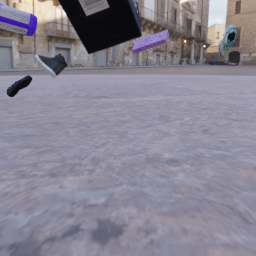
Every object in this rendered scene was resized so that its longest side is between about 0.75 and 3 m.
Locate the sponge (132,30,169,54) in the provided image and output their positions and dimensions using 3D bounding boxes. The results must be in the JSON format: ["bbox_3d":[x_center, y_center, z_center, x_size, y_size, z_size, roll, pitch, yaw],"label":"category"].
[{"bbox_3d":[1.037,-4.011,13.035,1.690,0.252,0.943,-10,40,26],"label":"sponge"}]

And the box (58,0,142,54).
[{"bbox_3d":[-0.439,-1.985,3.477,0.772,1.484,1.351,-15,49,13],"label":"box"}]

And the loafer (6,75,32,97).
[{"bbox_3d":[-2.844,-1.128,7.284,0.797,0.280,0.271,-36,-28,7],"label":"loafer"}]

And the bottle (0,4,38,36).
[{"bbox_3d":[-4.349,-3.801,9.518,2.338,0.763,0.977,8,3,-31],"label":"bottle"}]

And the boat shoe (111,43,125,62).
[{"bbox_3d":[-0.647,-4.048,10.908,1.028,2.887,1.007,-1,17,-10],"label":"boat shoe"}]

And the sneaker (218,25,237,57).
[{"bbox_3d":[2.559,-2.207,7.223,0.322,0.830,0.358,4,39,-3],"label":"sneaker"}]

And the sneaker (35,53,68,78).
[{"bbox_3d":[-2.382,-2.087,8.811,0.684,0.488,1.380,-41,52,-13],"label":"sneaker"}]
